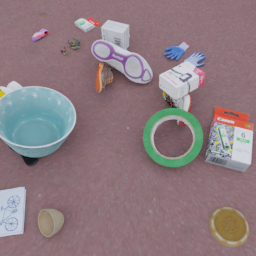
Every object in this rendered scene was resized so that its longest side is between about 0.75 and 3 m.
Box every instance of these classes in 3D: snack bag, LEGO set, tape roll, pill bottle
[{"bbox_3d":[-4.121,2.721,8.933,1.634,0.175,1.541,-8,56,-6],"label":"snack bag"},{"bbox_3d":[-2.668,-3.902,13.427,1.192,0.338,0.774,-35,60,-7],"label":"LEGO set"},{"bbox_3d":[1.572,0.347,9.828,2.050,0.493,2.050,-2,80,11],"label":"tape roll"},{"bbox_3d":[-4.911,-0.777,10.678,1.224,1.224,2.178,31,62,19],"label":"pill bottle"}]

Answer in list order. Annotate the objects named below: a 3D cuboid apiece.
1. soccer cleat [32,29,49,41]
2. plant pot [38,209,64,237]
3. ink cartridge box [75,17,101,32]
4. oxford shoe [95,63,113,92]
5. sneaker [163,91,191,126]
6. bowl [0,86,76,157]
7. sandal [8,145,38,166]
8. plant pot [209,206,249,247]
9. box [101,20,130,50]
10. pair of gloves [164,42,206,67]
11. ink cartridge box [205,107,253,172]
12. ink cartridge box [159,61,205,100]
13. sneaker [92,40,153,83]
[{"bbox_3d":[-4.331,-4.583,13.832,0.361,0.315,0.943,24,56,18],"label":"soccer cleat"},{"bbox_3d":[-2.287,2.839,8.571,0.544,0.810,0.810,0,42,-53],"label":"plant pot"},{"bbox_3d":[-2.066,-5.430,14.448,0.844,0.263,1.049,39,66,23],"label":"ink cartridge box"},{"bbox_3d":[-0.947,-2.100,11.682,0.705,0.690,1.935,13,41,-13],"label":"oxford shoe"},{"bbox_3d":[1.922,-1.065,11.134,1.045,0.991,2.545,-2,46,4],"label":"sneaker"},{"bbox_3d":[-3.257,-0.040,9.880,2.701,1.413,2.701,8,51,-11],"label":"bowl"},{"bbox_3d":[-3.844,0.713,10.190,1.629,0.349,0.619,37,63,22],"label":"sandal"},{"bbox_3d":[3.164,3.034,8.723,1.249,0.172,1.249,0,56,0],"label":"plant pot"},{"bbox_3d":[-0.579,-4.258,13.082,1.131,1.125,0.739,19,52,15],"label":"box"},{"bbox_3d":[2.675,-3.361,13.057,1.512,0.214,1.881,-36,62,-22],"label":"pair of gloves"},{"bbox_3d":[3.795,0.184,10.350,1.428,0.660,2.622,15,58,9],"label":"ink cartridge box"},{"bbox_3d":[2.055,-1.845,10.758,1.437,0.606,1.040,-29,51,-19],"label":"ink cartridge box"},{"bbox_3d":[-0.131,-2.971,12.192,2.863,1.072,1.426,33,18,0],"label":"sneaker"}]
